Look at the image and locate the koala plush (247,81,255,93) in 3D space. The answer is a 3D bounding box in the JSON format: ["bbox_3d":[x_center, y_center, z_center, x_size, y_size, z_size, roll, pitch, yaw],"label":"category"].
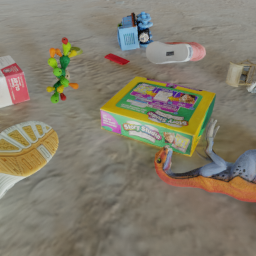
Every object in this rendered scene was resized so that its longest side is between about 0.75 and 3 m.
[{"bbox_3d":[4.989,-1.533,8.902,1.774,1.838,2.000,34,69,31],"label":"koala plush"}]

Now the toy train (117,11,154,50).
[{"bbox_3d":[0.307,-4.665,13.276,1.645,1.248,2.879,-6,36,2],"label":"toy train"}]

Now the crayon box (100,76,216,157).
[{"bbox_3d":[0.887,-0.468,7.848,2.570,0.749,2.218,17,40,22],"label":"crayon box"}]

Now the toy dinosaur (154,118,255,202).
[{"bbox_3d":[1.833,0.853,5.414,2.629,1.521,2.897,-22,35,15],"label":"toy dinosaur"}]

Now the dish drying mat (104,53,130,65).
[{"bbox_3d":[-0.470,-2.880,11.730,1.129,0.103,0.434,31,47,34],"label":"dish drying mat"}]

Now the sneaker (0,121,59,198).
[{"bbox_3d":[-2.637,0.847,5.570,1.216,1.049,2.774,-25,15,50],"label":"sneaker"}]

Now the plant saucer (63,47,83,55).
[{"bbox_3d":[-2.463,-3.440,12.465,0.898,0.140,0.898,0,35,0],"label":"plant saucer"}]

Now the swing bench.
[{"bbox_3d":[3.937,-1.909,9.795,0.802,0.797,0.520,-10,37,-13],"label":"swing bench"}]

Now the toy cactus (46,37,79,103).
[{"bbox_3d":[-2.026,-1.741,8.901,0.999,1.953,1.611,2,3,-6],"label":"toy cactus"}]

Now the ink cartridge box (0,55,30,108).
[{"bbox_3d":[-4.619,-1.329,8.796,2.437,1.017,1.769,-21,41,-26],"label":"ink cartridge box"}]

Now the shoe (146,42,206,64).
[{"bbox_3d":[1.743,-2.812,10.480,1.035,0.813,2.276,-11,19,-36],"label":"shoe"}]
